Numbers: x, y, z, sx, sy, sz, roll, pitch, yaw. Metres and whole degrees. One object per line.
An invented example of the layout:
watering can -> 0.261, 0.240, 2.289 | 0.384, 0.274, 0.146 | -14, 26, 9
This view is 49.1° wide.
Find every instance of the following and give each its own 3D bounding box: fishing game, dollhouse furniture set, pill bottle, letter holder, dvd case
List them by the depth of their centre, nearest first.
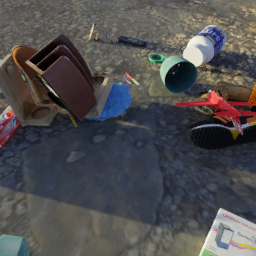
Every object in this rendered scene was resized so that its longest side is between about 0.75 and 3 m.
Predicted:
letter holder -> -1.687, -1.527, 8.454 | 1.509, 2.123, 1.068 | -45, 51, -11
dollhouse furniture set -> -2.284, -1.706, 9.495 | 2.734, 2.228, 2.600 | 2, 45, 15
fishing game -> -0.813, -0.990, 10.377 | 2.989, 0.465, 2.140 | -29, 49, -16
dvd case -> -5.466, -2.147, 11.649 | 2.039, 0.224, 1.489 | 34, 56, 31
pill bottle -> 3.381, -3.606, 12.454 | 1.250, 1.250, 2.088 | 27, 51, 25
dollhouse furniture set -> -1.276, -4.627, 14.241 | 1.247, 0.609, 1.064 | 16, 43, -18

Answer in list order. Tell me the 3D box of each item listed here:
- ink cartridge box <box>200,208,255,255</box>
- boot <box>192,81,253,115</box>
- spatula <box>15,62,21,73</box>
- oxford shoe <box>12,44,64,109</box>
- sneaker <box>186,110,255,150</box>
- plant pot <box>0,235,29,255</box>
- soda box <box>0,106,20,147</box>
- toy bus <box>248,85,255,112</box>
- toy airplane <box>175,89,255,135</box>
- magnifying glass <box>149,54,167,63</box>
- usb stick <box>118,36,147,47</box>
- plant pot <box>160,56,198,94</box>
ink cartridge box -> 2.323, 2.775, 6.368 | 1.100, 0.662, 1.513 | 23, 48, 23
boot -> 3.522, -1.007, 10.301 | 1.609, 0.607, 1.837 | 22, 46, 39
spatula -> -5.177, -2.629, 12.275 | 0.838, 0.097, 1.205 | -21, 48, -21
oxford shoe -> -2.759, -1.668, 9.360 | 0.955, 2.677, 0.954 | -39, 23, 14
sneaker -> 3.070, -0.062, 9.165 | 2.699, 0.944, 1.214 | -5, 37, -10
plant pot -> -2.671, 3.008, 6.071 | 0.829, 0.829, 1.173 | 6, 39, 6
soda box -> -4.091, -0.073, 9.357 | 0.481, 0.532, 1.518 | 9, 45, 9
toy bus -> 5.721, -0.619, 9.242 | 2.476, 1.750, 2.579 | 1, 40, -18
toy airplane -> 3.020, -0.710, 8.976 | 2.907, 0.535, 2.907 | 2, 28, -1
magnifying glass -> 1.691, -3.047, 12.650 | 1.576, 0.176, 0.627 | 22, 48, 20
usb stick -> 0.204, -4.289, 13.859 | 1.452, 0.237, 0.403 | 20, 48, 19
plant pot -> 1.895, -2.209, 11.034 | 1.351, 1.351, 1.084 | -9, 37, -9
